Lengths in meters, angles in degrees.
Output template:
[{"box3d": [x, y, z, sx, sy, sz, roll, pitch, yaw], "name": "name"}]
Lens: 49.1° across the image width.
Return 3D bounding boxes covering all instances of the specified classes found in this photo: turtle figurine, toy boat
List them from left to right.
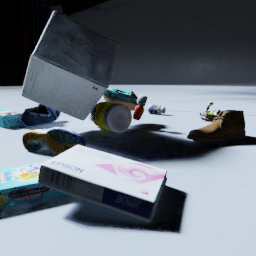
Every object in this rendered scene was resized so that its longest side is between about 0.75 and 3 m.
[{"box3d": [0.053, -1.203, 12.197, 1.912, 1.057, 2.274, 7, 19, -37], "name": "toy boat"}, {"box3d": [4.155, -0.764, 13.171, 1.320, 0.950, 1.280, -7, 16, -14], "name": "turtle figurine"}]

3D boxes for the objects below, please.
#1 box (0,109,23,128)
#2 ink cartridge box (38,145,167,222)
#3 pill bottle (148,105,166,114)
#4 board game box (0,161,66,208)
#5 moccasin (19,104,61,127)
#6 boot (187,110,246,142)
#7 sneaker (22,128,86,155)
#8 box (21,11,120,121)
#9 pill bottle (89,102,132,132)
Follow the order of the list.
[{"box3d": [-5.626, -0.446, 12.549, 2.190, 0.538, 0.901, 10, 15, 40], "name": "box"}, {"box3d": [-0.302, 0.844, 5.434, 2.015, 0.445, 2.053, 15, 15, 11], "name": "ink cartridge box"}, {"box3d": [1.593, -1.018, 15.500, 0.919, 0.510, 0.510, 7, 13, 34], "name": "pill bottle"}, {"box3d": [-2.044, 1.059, 5.467, 1.554, 0.365, 1.174, -6, 13, -29], "name": "board game box"}, {"box3d": [-3.745, -0.671, 12.528, 0.963, 0.816, 2.394, 28, 24, 10], "name": "moccasin"}, {"box3d": [3.057, -0.092, 9.622, 2.713, 1.024, 0.999, -9, 16, -34], "name": "boot"}, {"box3d": [-2.066, 0.290, 8.270, 2.077, 0.782, 0.915, 5, 13, 22], "name": "sneaker"}, {"box3d": [-2.182, -2.183, 10.601, 2.722, 2.332, 2.708, 22, -32, -18], "name": "box"}, {"box3d": [-0.800, -0.494, 11.310, 1.098, 1.098, 1.952, -8, 12, -34], "name": "pill bottle"}]
